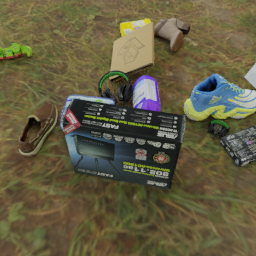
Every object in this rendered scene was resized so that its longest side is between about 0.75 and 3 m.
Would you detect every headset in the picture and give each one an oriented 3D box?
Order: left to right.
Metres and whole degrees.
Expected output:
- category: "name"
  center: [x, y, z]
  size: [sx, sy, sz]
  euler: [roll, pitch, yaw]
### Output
- category: "headset"
  center: [-0.367, -1.083, 9.040]
  size: [1.113, 0.847, 1.803]
  euler: [-16, 72, 4]
- category: "headset"
  center: [2.723, 0.010, 8.468]
  size: [0.626, 0.476, 1.014]
  euler: [20, 41, 20]

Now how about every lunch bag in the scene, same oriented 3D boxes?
- category: "lunch bag"
  center: [-1.185, -0.350, 8.485]
  size: [1.598, 0.659, 1.284]
  euler: [9, 67, 8]

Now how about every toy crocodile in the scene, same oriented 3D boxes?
- category: "toy crocodile"
  center: [-4.674, -2.913, 10.871]
  size: [1.819, 0.562, 0.614]
  euler: [-13, 11, -9]

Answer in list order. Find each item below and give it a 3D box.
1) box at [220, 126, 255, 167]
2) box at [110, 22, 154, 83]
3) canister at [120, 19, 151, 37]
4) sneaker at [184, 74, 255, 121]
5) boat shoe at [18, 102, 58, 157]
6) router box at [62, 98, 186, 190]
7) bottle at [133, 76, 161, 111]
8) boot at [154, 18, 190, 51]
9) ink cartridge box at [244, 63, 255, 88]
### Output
- category: "box"
  center: [3.483, 0.514, 8.204]
  size: [1.209, 0.263, 0.969]
  euler: [-19, 53, -15]
- category: "box"
  center: [0.150, -2.750, 10.176]
  size: [1.749, 0.228, 2.140]
  euler: [-17, 52, 28]
- category: "canister"
  center: [0.358, -4.149, 11.856]
  size: [1.260, 0.545, 0.936]
  euler: [-10, 51, -7]
- category: "sneaker"
  center: [3.116, -0.999, 8.696]
  size: [2.692, 1.414, 1.020]
  euler: [-13, 52, -10]
- category: "boat shoe"
  center: [-2.669, -0.126, 8.412]
  size: [0.745, 0.746, 2.018]
  euler: [6, 51, 5]
- category: "router box"
  center: [-0.107, 0.467, 7.059]
  size: [2.783, 2.085, 0.865]
  euler: [9, 50, 8]
- category: "bottle"
  center: [0.578, -0.625, 8.716]
  size: [0.720, 0.921, 2.206]
  euler: [17, 48, -21]
- category: "boot"
  center: [1.667, -3.919, 11.670]
  size: [1.411, 0.678, 1.930]
  euler: [19, 52, 23]
- category: "ink cartridge box"
  center: [5.144, -1.272, 9.138]
  size: [1.729, 0.826, 1.969]
  euler: [1, 45, -34]
